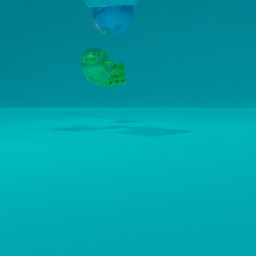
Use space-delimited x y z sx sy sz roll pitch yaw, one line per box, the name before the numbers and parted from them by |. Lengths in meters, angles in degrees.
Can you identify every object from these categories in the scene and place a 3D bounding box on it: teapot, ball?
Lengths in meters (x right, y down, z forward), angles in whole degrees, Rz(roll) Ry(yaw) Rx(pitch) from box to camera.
teapot | -0.774 -1.756 7.927 0.805 1.022 1.643 -10 -14 20
ball | -0.360 -2.801 6.875 1.009 1.009 1.009 0 5 0

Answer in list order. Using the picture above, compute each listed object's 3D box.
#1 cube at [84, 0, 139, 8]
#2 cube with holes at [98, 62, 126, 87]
cube | -0.282 -3.338 5.392 1.351 1.351 1.351 16 -28 37
cube with holes | -0.685 -2.118 11.077 0.823 0.823 0.823 -16 16 -31
